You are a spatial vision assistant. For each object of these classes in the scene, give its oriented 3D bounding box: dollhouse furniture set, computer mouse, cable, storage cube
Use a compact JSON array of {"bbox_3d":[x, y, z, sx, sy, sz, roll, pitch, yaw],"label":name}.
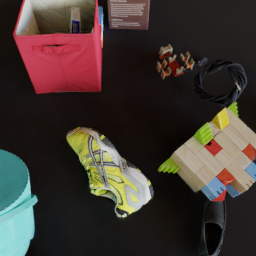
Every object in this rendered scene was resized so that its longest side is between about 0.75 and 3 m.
[{"bbox_3d":[1.380,-2.066,8.830,1.041,0.536,1.030,-22,68,-10],"label":"dollhouse furniture set"},{"bbox_3d":[2.150,-2.045,8.951,0.986,0.168,0.289,-30,61,-19],"label":"computer mouse"},{"bbox_3d":[2.462,-1.303,7.734,0.381,1.224,1.501,-4,28,-43],"label":"cable"},{"bbox_3d":[-1.796,-2.444,8.053,1.995,2.098,2.334,-2,54,-1],"label":"storage cube"}]

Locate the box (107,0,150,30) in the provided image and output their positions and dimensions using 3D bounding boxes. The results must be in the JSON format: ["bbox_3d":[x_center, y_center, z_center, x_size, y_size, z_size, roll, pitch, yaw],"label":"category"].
[{"bbox_3d":[0.041,-4.591,9.783,1.442,1.738,1.427,3,55,1],"label":"box"}]

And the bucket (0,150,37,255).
[{"bbox_3d":[-2.829,1.510,5.150,2.288,1.488,2.288,8,31,-5],"label":"bucket"}]

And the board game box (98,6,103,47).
[{"bbox_3d":[-2.053,-3.537,9.811,2.344,0.473,1.793,-2,55,-1],"label":"board game box"}]

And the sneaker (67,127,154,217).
[{"bbox_3d":[-0.626,0.910,6.390,2.555,0.963,0.976,38,62,25],"label":"sneaker"}]

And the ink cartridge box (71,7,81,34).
[{"bbox_3d":[-1.497,-2.560,7.953,0.284,1.286,1.310,1,41,-11],"label":"ink cartridge box"}]

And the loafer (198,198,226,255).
[{"bbox_3d":[1.808,2.019,5.855,0.517,0.535,1.523,16,56,11],"label":"loafer"}]

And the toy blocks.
[{"bbox_3d":[2.226,0.764,6.484,2.540,1.269,1.736,-35,73,-23],"label":"toy blocks"}]
